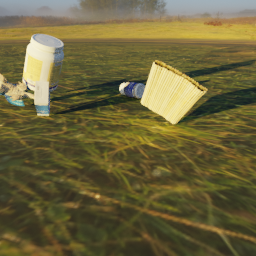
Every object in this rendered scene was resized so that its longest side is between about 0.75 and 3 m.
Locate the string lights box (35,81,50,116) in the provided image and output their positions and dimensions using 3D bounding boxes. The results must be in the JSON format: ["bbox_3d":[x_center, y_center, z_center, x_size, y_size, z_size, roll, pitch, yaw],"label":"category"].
[{"bbox_3d":[-2.687,-0.896,8.825,0.401,0.699,1.359,2,-13,-13],"label":"string lights box"}]

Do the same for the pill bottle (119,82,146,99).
[{"bbox_3d":[0.176,-1.571,11.563,0.611,0.611,1.057,-19,24,-40],"label":"pill bottle"}]

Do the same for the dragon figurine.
[{"bbox_3d":[-4.039,-1.266,10.056,2.664,0.784,1.325,19,-8,-6],"label":"dragon figurine"}]

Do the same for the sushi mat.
[{"bbox_3d":[1.059,-0.813,7.444,1.337,0.169,2.796,32,-14,4],"label":"sushi mat"}]

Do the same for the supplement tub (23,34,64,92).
[{"bbox_3d":[-2.927,-2.238,9.743,1.236,1.700,1.236,16,32,-10],"label":"supplement tub"}]
